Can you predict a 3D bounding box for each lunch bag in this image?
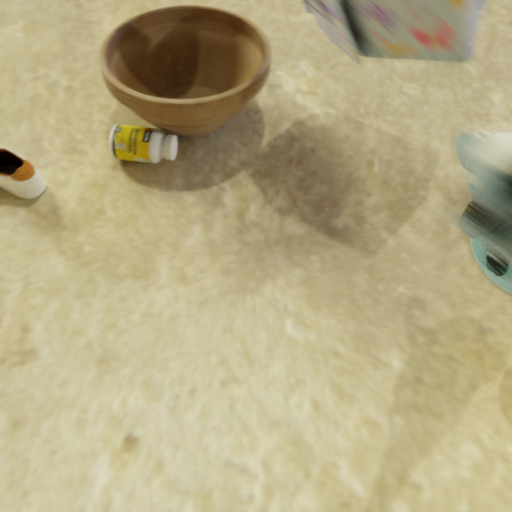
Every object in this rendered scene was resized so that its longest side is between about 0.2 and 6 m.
[{"bbox_3d":[1.707,-4.030,7.978,2.811,2.384,1.787,16,78,28],"label":"lunch bag"}]

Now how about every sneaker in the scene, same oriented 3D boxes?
[{"bbox_3d":[-4.542,-1.644,9.499,1.976,0.836,0.719,17,60,12],"label":"sneaker"}]

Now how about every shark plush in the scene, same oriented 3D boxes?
[{"bbox_3d":[2.716,-0.444,5.618,1.569,1.439,3.454,13,14,16],"label":"shark plush"}]

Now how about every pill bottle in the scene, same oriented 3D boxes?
[{"bbox_3d":[-1.967,-1.951,9.823,1.081,0.606,0.606,7,57,5],"label":"pill bottle"}]

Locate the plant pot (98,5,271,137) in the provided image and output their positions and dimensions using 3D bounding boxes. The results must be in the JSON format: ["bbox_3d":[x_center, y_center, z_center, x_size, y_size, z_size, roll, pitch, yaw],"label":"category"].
[{"bbox_3d":[-1.212,-3.151,10.098,2.966,1.369,2.966,0,53,0],"label":"plant pot"}]

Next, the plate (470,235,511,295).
[{"bbox_3d":[4.459,-0.159,8.864,2.048,0.262,2.048,0,56,0],"label":"plate"}]
